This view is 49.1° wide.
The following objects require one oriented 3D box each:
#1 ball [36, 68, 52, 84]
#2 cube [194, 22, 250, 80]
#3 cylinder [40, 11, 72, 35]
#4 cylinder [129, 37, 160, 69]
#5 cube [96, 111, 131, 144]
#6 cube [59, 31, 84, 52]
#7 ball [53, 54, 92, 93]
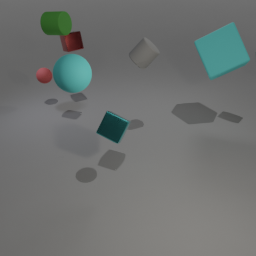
[{"bbox_3d":[-3.755,-2.348,12.568,0.700,0.700,0.700,0,29,0],"label":"ball"},{"bbox_3d":[3.336,-2.663,10.028,1.400,1.400,1.400,-23,-1,18],"label":"cube"},{"bbox_3d":[-2.234,-3.260,8.741,0.700,0.700,0.700,9,30,22],"label":"cylinder"},{"bbox_3d":[0.506,-2.308,8.688,0.700,0.700,0.700,36,27,-22],"label":"cylinder"},{"bbox_3d":[-0.401,-0.026,8.040,0.700,0.700,0.700,27,4,3],"label":"cube"},{"bbox_3d":[-2.336,-3.583,11.599,0.700,0.700,0.700,-21,25,-23],"label":"cube"},{"bbox_3d":[-1.017,-0.996,5.131,0.700,0.700,0.700,0,29,0],"label":"ball"}]
